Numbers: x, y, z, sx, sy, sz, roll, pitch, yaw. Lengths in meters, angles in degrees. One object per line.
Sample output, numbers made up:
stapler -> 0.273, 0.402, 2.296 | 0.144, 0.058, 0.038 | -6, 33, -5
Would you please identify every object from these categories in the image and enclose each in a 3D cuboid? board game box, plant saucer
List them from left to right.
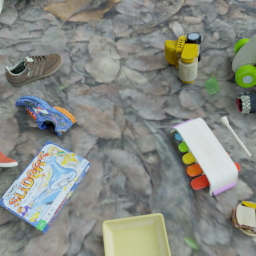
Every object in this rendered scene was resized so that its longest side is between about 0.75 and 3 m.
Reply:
board game box -> -2.360, 1.615, 8.135 | 1.537, 0.391, 2.271 | 25, 62, 14
plant saucer -> 0.232, 3.158, 7.221 | 1.636, 0.396, 1.636 | -7, 59, -3

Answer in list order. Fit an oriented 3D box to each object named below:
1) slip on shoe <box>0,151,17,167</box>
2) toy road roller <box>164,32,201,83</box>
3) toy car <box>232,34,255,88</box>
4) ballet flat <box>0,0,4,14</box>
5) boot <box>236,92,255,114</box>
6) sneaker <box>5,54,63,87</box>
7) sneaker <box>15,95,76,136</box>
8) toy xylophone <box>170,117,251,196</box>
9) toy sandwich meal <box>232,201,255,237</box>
slip on shoe -> -4.020, 0.848, 8.470 | 1.497, 0.555, 0.458 | 17, 93, 14
toy road roller -> 1.937, -2.602, 10.286 | 1.329, 1.118, 1.820 | 6, 53, 18
toy car -> 5.325, -2.208, 9.876 | 2.676, 2.112, 2.198 | 28, 47, -11
ballet flat -> -5.802, -4.969, 12.115 | 0.454, 0.491, 1.455 | 40, 68, -9
boot -> 4.471, -1.200, 9.678 | 1.375, 0.657, 1.820 | 1, 59, 4
sneaker -> -3.385, -2.252, 10.197 | 2.177, 0.822, 0.767 | -33, 65, -18
sneaker -> -2.814, -0.418, 9.153 | 2.147, 0.809, 0.842 | 20, 66, 14
toy xylophone -> 2.515, 0.677, 8.548 | 1.887, 0.647, 2.577 | -14, 60, -8
toy sandwich meal -> 3.372, 2.441, 7.664 | 1.047, 0.359, 1.047 | 0, 59, 0
